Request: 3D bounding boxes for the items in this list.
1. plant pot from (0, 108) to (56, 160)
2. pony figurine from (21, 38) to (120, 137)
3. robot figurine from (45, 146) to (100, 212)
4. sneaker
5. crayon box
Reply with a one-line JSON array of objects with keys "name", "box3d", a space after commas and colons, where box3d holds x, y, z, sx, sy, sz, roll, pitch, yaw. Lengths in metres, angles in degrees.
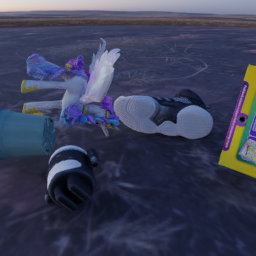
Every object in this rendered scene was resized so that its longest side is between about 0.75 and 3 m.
[{"name": "plant pot", "box3d": [-2.252, 0.156, 6.131, 1.119, 1.143, 1.143, 2, 24, 4]}, {"name": "pony figurine", "box3d": [-1.278, -1.021, 7.149, 2.595, 2.505, 2.161, 9, 23, -13]}, {"name": "robot figurine", "box3d": [-1.072, 0.922, 5.333, 1.058, 0.879, 1.408, -5, 25, -13]}, {"name": "sneaker", "box3d": [1.090, -0.558, 8.368, 2.832, 1.069, 1.612, 12, 30, 12]}, {"name": "crayon box", "box3d": [3.002, 0.008, 5.432, 1.841, 2.134, 0.622, 20, 18, 27]}]
